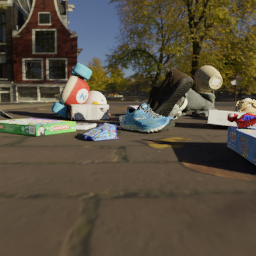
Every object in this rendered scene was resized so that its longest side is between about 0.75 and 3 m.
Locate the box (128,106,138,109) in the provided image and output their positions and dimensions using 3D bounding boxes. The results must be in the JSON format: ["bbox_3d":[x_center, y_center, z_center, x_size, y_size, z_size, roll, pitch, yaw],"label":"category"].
[{"bbox_3d":[1.324,-0.997,15.779,2.674,0.517,0.554,-2,7,-16],"label":"box"}]

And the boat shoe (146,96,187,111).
[{"bbox_3d":[1.493,-1.186,13.385,2.744,0.978,0.826,-10,-41,46],"label":"boat shoe"}]

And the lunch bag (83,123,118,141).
[{"bbox_3d":[-0.728,0.164,6.980,0.768,0.361,0.578,-18,16,-30],"label":"lunch bag"}]

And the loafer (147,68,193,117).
[{"bbox_3d":[1.121,-0.986,9.323,0.905,0.885,2.480,-5,-34,-47],"label":"loafer"}]

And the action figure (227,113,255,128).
[{"bbox_3d":[2.527,-0.146,5.016,1.544,0.399,0.505,3,12,44],"label":"action figure"}]

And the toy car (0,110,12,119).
[{"bbox_3d":[-5.094,-0.569,9.539,1.895,1.820,2.307,-7,-20,5],"label":"toy car"}]

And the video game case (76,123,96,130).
[{"bbox_3d":[-1.737,-0.058,9.474,1.072,0.123,0.977,1,7,14],"label":"video game case"}]

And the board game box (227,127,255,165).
[{"bbox_3d":[3.283,0.315,4.619,2.681,0.491,2.028,0,7,4],"label":"board game box"}]

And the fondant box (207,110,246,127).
[{"bbox_3d":[3.365,-0.338,9.476,1.171,0.473,1.623,7,5,21],"label":"fondant box"}]

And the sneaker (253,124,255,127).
[{"bbox_3d":[4.785,-0.250,9.320,1.675,0.741,0.630,-30,-5,-36],"label":"sneaker"}]

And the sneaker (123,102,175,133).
[{"bbox_3d":[0.537,-0.326,8.448,0.765,0.878,1.952,-6,9,-44],"label":"sneaker"}]

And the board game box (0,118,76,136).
[{"bbox_3d":[-2.903,-0.054,8.592,2.184,0.318,1.469,4,9,34],"label":"board game box"}]

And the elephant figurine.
[{"bbox_3d":[3.894,-1.273,14.807,2.303,1.629,1.786,16,38,6],"label":"elephant figurine"}]

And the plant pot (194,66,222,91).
[{"bbox_3d":[2.755,-1.598,9.354,0.877,0.877,0.936,0,18,-3],"label":"plant pot"}]

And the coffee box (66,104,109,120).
[{"bbox_3d":[-1.846,-0.733,12.740,1.736,0.693,0.981,-3,7,-23],"label":"coffee box"}]

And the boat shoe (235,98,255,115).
[{"bbox_3d":[4.944,-0.756,11.720,1.037,0.973,2.813,1,7,9],"label":"boat shoe"}]

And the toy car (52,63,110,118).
[{"bbox_3d":[-1.989,-1.377,14.065,2.784,2.566,2.462,28,-1,-17],"label":"toy car"}]

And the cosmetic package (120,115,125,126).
[{"bbox_3d":[0.119,-0.305,10.490,0.536,0.391,1.055,2,9,21],"label":"cosmetic package"}]

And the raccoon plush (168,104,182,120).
[{"bbox_3d":[1.891,-0.605,11.503,2.134,1.032,1.430,23,29,-44],"label":"raccoon plush"}]
